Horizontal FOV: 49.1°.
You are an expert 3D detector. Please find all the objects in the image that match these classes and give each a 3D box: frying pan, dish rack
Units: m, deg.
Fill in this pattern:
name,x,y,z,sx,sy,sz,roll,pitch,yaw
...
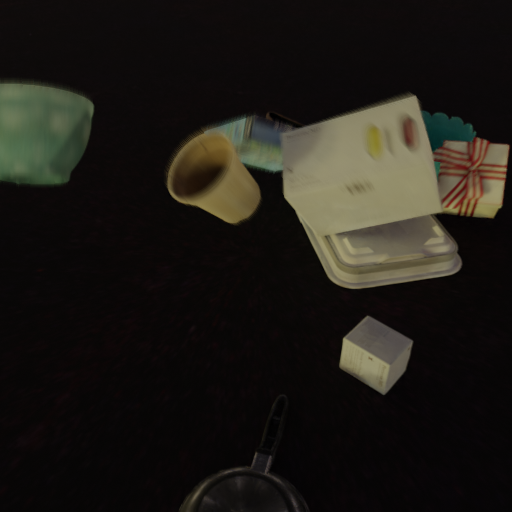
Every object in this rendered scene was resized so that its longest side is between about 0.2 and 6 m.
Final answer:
name,x,y,z,sx,sy,sz,roll,pitch,yaw
frying pan,0.154,2.490,5.894,1.423,0.383,2.352,26,48,29
dish rack,2.062,-0.584,9.693,2.309,0.586,2.691,-7,39,-10

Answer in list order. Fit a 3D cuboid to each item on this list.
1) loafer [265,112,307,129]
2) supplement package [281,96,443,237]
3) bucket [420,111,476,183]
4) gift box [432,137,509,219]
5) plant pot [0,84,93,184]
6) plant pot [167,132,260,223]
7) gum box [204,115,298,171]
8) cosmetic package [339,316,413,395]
name,x,y,z,sx,sy,sz,roll,pitch,yaw
loafer,1.002,-2.540,12.140,2.155,0.679,0.775,26,45,30
supplement package,1.596,-1.253,8.428,2.018,1.572,1.119,-12,65,21
bucket,3.402,-2.022,11.107,1.730,1.125,1.730,0,38,0
gift box,3.458,-1.231,9.303,1.245,1.163,1.149,3,80,15
plant pot,-3.289,-1.684,8.222,1.744,1.169,1.744,-1,-1,0
plant pot,-0.496,-1.010,7.929,1.109,1.015,1.109,-17,58,28
gum box,0.173,-1.913,9.779,1.619,0.424,1.905,10,-2,-30
cosmetic package,1.543,1.273,7.246,0.694,0.581,0.578,29,46,32
